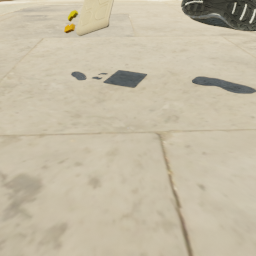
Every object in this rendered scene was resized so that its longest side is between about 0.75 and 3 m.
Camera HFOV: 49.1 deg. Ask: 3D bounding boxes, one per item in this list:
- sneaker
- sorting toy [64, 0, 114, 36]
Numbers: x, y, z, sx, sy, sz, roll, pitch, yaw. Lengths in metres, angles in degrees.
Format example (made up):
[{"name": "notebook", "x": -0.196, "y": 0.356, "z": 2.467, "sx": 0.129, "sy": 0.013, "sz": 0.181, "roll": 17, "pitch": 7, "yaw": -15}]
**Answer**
[{"name": "sneaker", "x": 2.833, "y": -3.401, "z": 8.243, "sx": 2.462, "sy": 0.910, "sz": 0.976, "roll": 24, "pitch": 10, "yaw": 21}, {"name": "sorting toy", "x": -1.201, "y": -3.709, "z": 8.953, "sx": 2.096, "sy": 1.562, "sz": 0.281, "roll": 0, "pitch": -14, "yaw": 40}]
